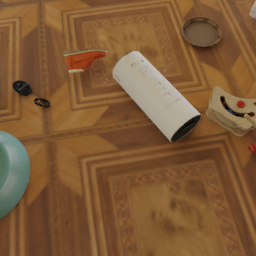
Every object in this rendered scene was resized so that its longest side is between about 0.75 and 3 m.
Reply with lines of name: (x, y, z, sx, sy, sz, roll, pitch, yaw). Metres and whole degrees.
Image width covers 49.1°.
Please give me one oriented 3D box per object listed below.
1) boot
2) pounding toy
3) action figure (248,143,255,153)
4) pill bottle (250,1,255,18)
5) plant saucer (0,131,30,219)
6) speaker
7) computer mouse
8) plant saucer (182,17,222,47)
boot: (-1.311, -2.171, 9.008, 1.429, 0.536, 0.766, -14, 103, -20)
pounding toy: (3.317, -0.556, 7.931, 2.084, 1.196, 1.192, 35, 72, 16)
action figure: (4.022, 0.279, 7.943, 1.280, 0.419, 0.331, -22, 59, -11)
pill bottle: (5.503, -3.838, 9.488, 2.380, 1.423, 1.423, 33, 68, 17)
plant saucer: (-4.104, 1.209, 7.425, 2.853, 0.513, 2.853, 0, 63, 0)
speaker: (0.795, -0.944, 8.163, 1.142, 1.142, 2.813, -34, 68, -16)
computer mouse: (-3.027, -1.026, 8.760, 1.433, 0.244, 0.420, 35, 56, 11)
plant saucer: (2.594, -3.362, 9.922, 1.403, 0.225, 1.403, 0, 63, -1)
